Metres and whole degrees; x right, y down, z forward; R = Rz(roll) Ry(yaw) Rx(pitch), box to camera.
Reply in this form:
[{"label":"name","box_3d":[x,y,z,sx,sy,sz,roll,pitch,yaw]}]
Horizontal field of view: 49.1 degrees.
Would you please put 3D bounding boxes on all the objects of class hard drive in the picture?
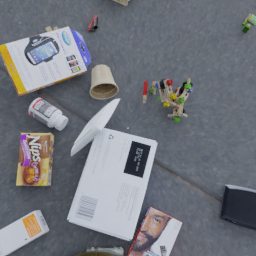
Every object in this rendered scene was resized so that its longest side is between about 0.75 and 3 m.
[{"label":"hard drive","box_3d":[4.220,2.743,9.542,1.964,0.416,1.324,14,76,4]}]

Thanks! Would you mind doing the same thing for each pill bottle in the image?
[{"label":"pill bottle","box_3d":[-2.874,-0.471,10.191,1.324,0.733,0.733,32,78,8]}]

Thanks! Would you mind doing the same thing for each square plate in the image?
[{"label":"square plate","box_3d":[-1.114,-0.081,9.227,0.260,1.807,1.824,40,40,-13]}]

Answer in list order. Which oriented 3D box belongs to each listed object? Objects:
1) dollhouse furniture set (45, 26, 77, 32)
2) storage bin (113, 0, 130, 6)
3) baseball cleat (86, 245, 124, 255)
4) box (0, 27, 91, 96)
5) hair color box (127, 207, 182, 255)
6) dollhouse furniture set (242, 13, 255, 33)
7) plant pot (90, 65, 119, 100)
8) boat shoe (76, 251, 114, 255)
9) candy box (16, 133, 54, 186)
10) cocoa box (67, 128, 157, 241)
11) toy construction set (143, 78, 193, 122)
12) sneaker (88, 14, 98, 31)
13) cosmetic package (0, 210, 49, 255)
[{"label":"dollhouse furniture set","box_3d":[-2.639,-3.872,11.129,1.039,0.578,0.919,-29,78,-7]},{"label":"storage bin","box_3d":[-0.267,-6.043,11.650,1.392,0.657,1.402,26,77,6]},{"label":"baseball cleat","box_3d":[-0.751,4.219,9.169,1.225,0.427,0.652,-2,76,0]},{"label":"box","box_3d":[-2.897,-2.499,10.223,2.962,0.614,1.763,-25,97,-24]},{"label":"hair color box","box_3d":[0.792,3.810,9.147,1.174,0.677,2.117,24,76,6]},{"label":"dollhouse furniture set","box_3d":[4.987,-4.321,11.364,0.456,0.352,0.913,37,79,8]},{"label":"plant pot","box_3d":[-0.952,-1.761,10.452,1.070,1.070,0.980,-10,64,-2]},{"label":"boat shoe","box_3d":[-1.643,4.749,8.793,2.938,0.924,1.072,-17,46,-6]},{"label":"candy box","box_3d":[-3.254,1.107,9.907,1.079,0.522,1.849,1,77,0]},{"label":"cocoa box","box_3d":[-0.402,1.750,9.008,1.968,1.937,2.951,15,76,4]},{"label":"toy construction set","box_3d":[1.419,-0.966,10.145,1.837,1.532,1.412,6,88,22]},{"label":"sneaker","box_3d":[-1.333,-4.257,11.390,0.375,0.271,0.768,21,79,6]},{"label":"cosmetic package","box_3d":[-3.552,3.474,9.282,1.597,0.569,0.810,-29,78,-6]}]
